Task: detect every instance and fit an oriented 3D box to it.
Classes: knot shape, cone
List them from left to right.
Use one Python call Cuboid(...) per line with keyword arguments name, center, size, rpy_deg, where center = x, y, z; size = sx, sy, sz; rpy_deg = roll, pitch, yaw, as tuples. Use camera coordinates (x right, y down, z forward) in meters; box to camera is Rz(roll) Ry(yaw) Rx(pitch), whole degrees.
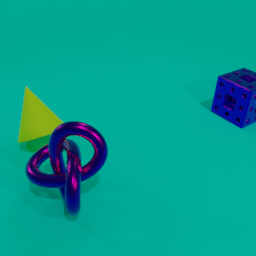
Cuboid(name="cone", center=(-2.074, -0.384, 6.217), size=(1.107, 1.112, 1.107), rpy_deg=(-17, 9, 3))
Cuboid(name="knot shape", center=(-1.122, 0.612, 4.768), size=(1.430, 1.529, 0.706), rpy_deg=(11, -2, 35))

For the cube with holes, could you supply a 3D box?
Cuboid(name="cube with holes", center=(2.980, -0.807, 7.260), size=(1.034, 1.034, 1.034), rpy_deg=(-20, 40, -27))
